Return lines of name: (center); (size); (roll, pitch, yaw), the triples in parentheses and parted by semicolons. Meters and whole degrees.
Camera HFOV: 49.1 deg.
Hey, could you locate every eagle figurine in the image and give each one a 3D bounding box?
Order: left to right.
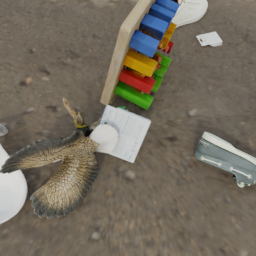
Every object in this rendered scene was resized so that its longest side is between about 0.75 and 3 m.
eagle figurine: (-1.490, 0.718, 6.580); (1.791, 1.782, 2.361); (31, 43, -1)

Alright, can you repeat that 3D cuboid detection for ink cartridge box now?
ink cartridge box: (-0.190, 0.135, 7.105); (1.205, 1.183, 0.261); (22, 12, -6)
ink cartridge box: (3.061, -3.308, 10.590); (0.803, 0.201, 0.651); (-15, 54, -2)

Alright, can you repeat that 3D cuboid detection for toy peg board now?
toy peg board: (0.652, -2.273, 8.222); (1.446, 2.944, 2.957); (26, 55, 0)

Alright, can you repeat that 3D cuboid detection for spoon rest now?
spoon rest: (-3.278, 0.974, 6.837); (1.428, 0.871, 2.875); (-15, 53, -12)

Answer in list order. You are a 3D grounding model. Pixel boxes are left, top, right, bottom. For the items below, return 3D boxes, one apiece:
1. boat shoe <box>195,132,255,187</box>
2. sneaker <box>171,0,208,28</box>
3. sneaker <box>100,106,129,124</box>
boat shoe: (2.866, 1.031, 7.016); (2.530, 0.921, 0.782); (32, 102, 14)
sneaker: (2.228, -4.851, 11.112); (2.886, 1.222, 1.051); (-35, 58, -25)
sneaker: (-0.383, -0.250, 8.126); (1.031, 0.402, 0.439); (-36, 67, -14)
